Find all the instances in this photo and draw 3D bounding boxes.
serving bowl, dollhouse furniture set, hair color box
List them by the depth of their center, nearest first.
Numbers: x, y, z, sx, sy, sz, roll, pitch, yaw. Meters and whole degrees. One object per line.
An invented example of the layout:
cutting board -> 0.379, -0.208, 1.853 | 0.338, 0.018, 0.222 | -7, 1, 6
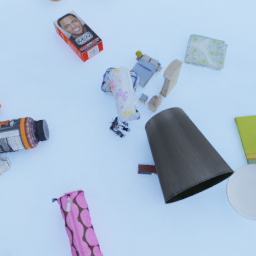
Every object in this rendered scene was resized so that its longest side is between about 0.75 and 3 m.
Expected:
serving bowl -> 4.322, 2.246, 9.739 | 1.878, 0.618, 1.878 | -2, 73, 6
dollhouse furniture set -> 0.768, -2.175, 11.301 | 2.151, 1.404, 2.031 | 32, 70, 14
hair color box -> -2.222, -4.120, 12.529 | 1.150, 0.694, 2.267 | -38, 71, -14

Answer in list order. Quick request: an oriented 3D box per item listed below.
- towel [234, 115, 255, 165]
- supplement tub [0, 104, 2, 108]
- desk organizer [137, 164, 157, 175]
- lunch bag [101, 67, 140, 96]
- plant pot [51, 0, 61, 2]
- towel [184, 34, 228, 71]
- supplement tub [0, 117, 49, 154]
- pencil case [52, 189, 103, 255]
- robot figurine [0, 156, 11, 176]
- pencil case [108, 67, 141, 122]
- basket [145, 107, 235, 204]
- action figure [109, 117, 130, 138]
towel -> 4.889, 0.671, 10.735 | 1.075, 0.225, 2.497 | -5, 66, -6
supplement tub -> -5.754, -0.424, 10.724 | 1.063, 1.063, 1.735 | 27, 69, 11
desk organizer -> 0.745, 1.531, 10.304 | 0.778, 0.279, 0.300 | 4, 64, 2
lunch bag -> -0.342, -1.869, 11.425 | 1.517, 0.573, 1.215 | 15, 79, 19
plant pot -> -3.568, -6.787, 13.587 | 1.264, 0.885, 1.264 | 0, 66, 1
towel -> 3.448, -3.339, 12.344 | 1.740, 0.419, 1.490 | 13, 66, 6
supplement tub -> -4.140, 0.261, 10.347 | 2.288, 1.224, 1.224 | -10, 67, -5
pencil case -> -1.589, 3.257, 9.067 | 1.104, 1.140, 2.433 | -17, 69, -18
robot figurine -> -4.926, 1.428, 10.093 | 1.286, 0.726, 1.091 | -13, 28, -5
pencil case -> -0.133, -1.227, 10.331 | 0.841, 0.918, 2.024 | -7, 72, -22
basket -> 1.861, 0.828, 9.791 | 2.532, 1.910, 2.808 | -21, 65, -5
action figure -> -0.326, -0.005, 10.815 | 0.671, 0.576, 1.129 | -55, 33, 8
